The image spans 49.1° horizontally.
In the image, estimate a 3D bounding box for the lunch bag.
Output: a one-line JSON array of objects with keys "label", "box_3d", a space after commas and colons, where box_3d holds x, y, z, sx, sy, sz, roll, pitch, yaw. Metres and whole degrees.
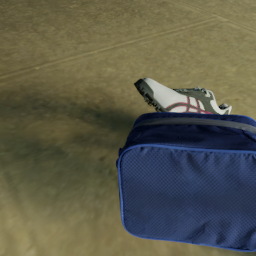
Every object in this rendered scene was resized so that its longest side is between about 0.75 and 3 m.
[{"label": "lunch bag", "box_3d": [0.978, 0.707, 4.621, 2.517, 1.710, 1.665, 4, 22, 12]}]

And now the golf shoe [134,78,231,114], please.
[{"label": "golf shoe", "box_3d": [1.213, -0.574, 6.158, 2.404, 1.059, 0.928, 30, 11, -26]}]
